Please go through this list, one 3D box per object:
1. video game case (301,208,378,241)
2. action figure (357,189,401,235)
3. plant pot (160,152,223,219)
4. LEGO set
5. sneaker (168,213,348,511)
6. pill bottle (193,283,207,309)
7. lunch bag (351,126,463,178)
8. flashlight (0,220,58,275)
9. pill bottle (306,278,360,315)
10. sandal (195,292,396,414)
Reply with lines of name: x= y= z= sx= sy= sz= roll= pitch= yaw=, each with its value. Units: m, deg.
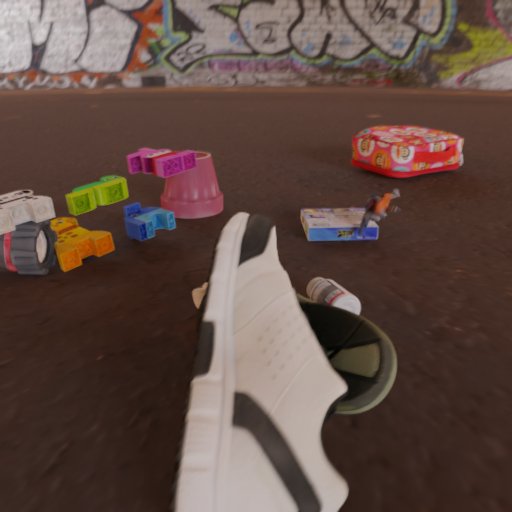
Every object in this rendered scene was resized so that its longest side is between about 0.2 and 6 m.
video game case: x=1.555 y=-0.611 z=10.690 sx=1.290 sy=0.293 sz=1.169 roll=-1 pitch=23 yaw=-2
action figure: x=2.164 y=-0.732 z=9.933 sx=0.470 sy=0.898 sz=0.869 roll=25 pitch=-11 yaw=-6
plant pot: x=-1.378 y=-1.548 z=11.889 sx=1.341 sy=1.201 sz=1.341 roll=0 pitch=20 yaw=0
LEGO set: x=-2.902 y=-0.786 z=9.724 sx=1.541 sy=1.432 sz=3.754 roll=18 pitch=33 yaw=41
sneaker: x=0.069 y=0.904 z=4.980 sx=1.313 sy=1.210 sz=3.282 roll=8 pitch=46 yaw=-4
pill bottle: x=-0.499 y=0.507 z=7.618 sx=0.675 sy=0.379 sz=0.379 roll=-16 pitch=26 yaw=-25
lunch bag: x=4.304 y=-2.898 z=15.480 sx=2.792 sy=1.144 sz=2.459 roll=-13 pitch=24 yaw=-30
flashlight: x=-4.528 y=-0.157 z=8.711 sx=2.651 sy=0.897 sz=0.901 roll=1 pitch=30 yaw=2
pill bottle: x=0.987 y=0.574 z=7.386 sx=0.444 sy=0.444 sz=0.803 roll=-8 pitch=22 yaw=-20
sandal: x=0.301 y=0.870 z=6.079 sx=0.854 sy=1.188 sz=2.993 roll=34 pitch=-3 yaw=-41
